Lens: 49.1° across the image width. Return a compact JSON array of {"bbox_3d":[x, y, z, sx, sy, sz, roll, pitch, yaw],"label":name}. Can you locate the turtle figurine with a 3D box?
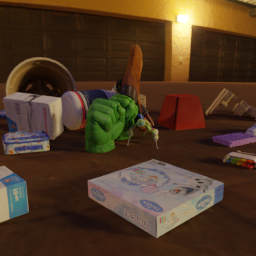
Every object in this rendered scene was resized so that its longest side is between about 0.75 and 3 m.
[{"bbox_3d":[0.501,0.231,9.120,0.931,1.294,1.254,-20,-14,16],"label":"turtle figurine"}]

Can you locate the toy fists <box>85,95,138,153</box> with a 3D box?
[{"bbox_3d":[-0.428,-0.262,8.952,1.007,1.492,2.927,5,14,22],"label":"toy fists"}]

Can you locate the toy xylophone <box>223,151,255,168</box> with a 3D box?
[{"bbox_3d":[2.919,0.789,7.079,0.667,0.229,0.911,-11,16,-41],"label":"toy xylophone"}]

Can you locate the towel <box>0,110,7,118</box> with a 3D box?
[{"bbox_3d":[-5.966,-0.716,14.205,1.209,0.196,1.647,2,14,-1],"label":"towel"}]

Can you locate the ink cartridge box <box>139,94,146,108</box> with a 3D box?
[{"bbox_3d":[-0.607,-1.405,15.376,2.196,1.001,2.666,-7,16,-25],"label":"ink cartridge box"}]

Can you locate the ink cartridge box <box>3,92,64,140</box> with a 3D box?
[{"bbox_3d":[-3.214,-0.431,9.648,1.811,1.309,0.763,9,26,16],"label":"ink cartridge box"}]

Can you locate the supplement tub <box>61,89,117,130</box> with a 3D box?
[{"bbox_3d":[-1.519,-0.791,11.359,2.149,1.508,1.508,-11,16,-38],"label":"supplement tub"}]

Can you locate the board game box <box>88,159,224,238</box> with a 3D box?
[{"bbox_3d":[0.480,1.131,5.100,1.753,0.382,1.761,-10,16,-39],"label":"board game box"}]

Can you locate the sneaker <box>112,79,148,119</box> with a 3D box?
[{"bbox_3d":[0.110,-1.410,13.225,0.893,1.059,2.421,-25,62,-29],"label":"sneaker"}]

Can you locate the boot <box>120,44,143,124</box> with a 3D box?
[{"bbox_3d":[0.215,-1.706,11.571,0.884,2.581,2.430,-2,-31,17],"label":"boot"}]

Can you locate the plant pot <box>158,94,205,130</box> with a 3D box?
[{"bbox_3d":[2.225,-0.728,11.618,1.471,1.297,1.470,-4,13,-20],"label":"plant pot"}]

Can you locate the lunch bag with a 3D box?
[{"bbox_3d":[-2.954,0.413,8.242,1.326,0.501,1.063,-6,15,-22],"label":"lunch bag"}]

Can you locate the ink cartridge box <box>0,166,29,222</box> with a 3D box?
[{"bbox_3d":[-2.490,1.156,4.479,1.411,0.597,1.020,-13,18,-42],"label":"ink cartridge box"}]

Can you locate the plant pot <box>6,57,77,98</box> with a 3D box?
[{"bbox_3d":[-3.964,-1.527,12.871,2.846,2.846,2.605,-4,2,-19],"label":"plant pot"}]

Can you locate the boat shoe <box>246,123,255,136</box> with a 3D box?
[{"bbox_3d":[4.849,-0.065,10.263,1.671,0.558,0.615,-11,16,-41],"label":"boat shoe"}]

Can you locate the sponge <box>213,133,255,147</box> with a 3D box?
[{"bbox_3d":[3.503,0.364,9.142,1.340,0.200,0.747,-7,15,-29],"label":"sponge"}]

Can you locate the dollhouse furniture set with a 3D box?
[{"bbox_3d":[5.109,-0.685,13.682,1.938,1.579,1.843,36,17,2],"label":"dollhouse furniture set"}]
